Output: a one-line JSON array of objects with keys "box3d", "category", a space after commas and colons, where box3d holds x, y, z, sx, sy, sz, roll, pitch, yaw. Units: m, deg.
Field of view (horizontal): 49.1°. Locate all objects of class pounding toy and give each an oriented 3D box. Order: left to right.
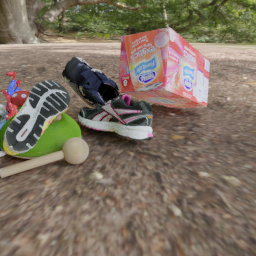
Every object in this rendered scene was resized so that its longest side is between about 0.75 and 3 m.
[{"box3d": [-1.835, -0.128, 5.869, 1.784, 1.073, 2.312, -6, 27, -20], "category": "pounding toy"}]

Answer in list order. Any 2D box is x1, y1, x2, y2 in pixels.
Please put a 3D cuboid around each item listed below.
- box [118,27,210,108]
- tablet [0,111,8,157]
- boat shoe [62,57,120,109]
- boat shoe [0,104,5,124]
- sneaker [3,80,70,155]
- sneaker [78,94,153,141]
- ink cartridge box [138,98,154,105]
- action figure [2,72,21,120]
[{"box3d": [1.138, -1.473, 7.840, 1.397, 1.515, 2.952, 2, -2, 34], "category": "box"}, {"box3d": [-3.619, 0.066, 6.884, 1.846, 0.194, 2.837, 1, 21, -9], "category": "tablet"}, {"box3d": [-0.738, -0.922, 7.974, 1.263, 1.017, 2.724, 36, 1, 21], "category": "boat shoe"}, {"box3d": [-2.859, -0.295, 5.803, 0.532, 0.463, 1.445, -9, -11, -18], "category": "boat shoe"}, {"box3d": [-1.758, -0.210, 5.234, 0.803, 0.695, 1.779, -34, 20, 47], "category": "sneaker"}, {"box3d": [-0.245, -0.355, 6.723, 2.220, 0.959, 0.892, 13, 4, 36], "category": "sneaker"}, {"box3d": [0.746, -1.103, 9.567, 0.708, 0.406, 0.974, -22, 16, 14], "category": "ink cartridge box"}, {"box3d": [-3.275, -0.847, 7.867, 0.452, 0.572, 1.748, -13, 50, -8], "category": "action figure"}]
